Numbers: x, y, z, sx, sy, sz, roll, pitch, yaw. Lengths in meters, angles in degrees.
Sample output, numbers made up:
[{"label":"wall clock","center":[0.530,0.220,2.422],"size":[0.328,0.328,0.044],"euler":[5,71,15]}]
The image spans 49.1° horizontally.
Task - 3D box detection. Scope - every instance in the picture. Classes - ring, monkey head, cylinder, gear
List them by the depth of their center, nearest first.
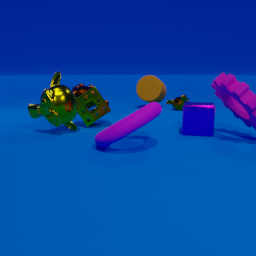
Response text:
[{"label":"ring","center":[0.003,-0.074,5.846],"size":[1.555,0.311,1.555],"euler":[-30,2,1]},{"label":"gear","center":[2.557,-0.583,6.370],"size":[0.284,1.533,1.533],"euler":[-43,12,4]},{"label":"monkey head","center":[-1.876,-0.561,7.112],"size":[1.143,1.588,0.957],"euler":[-5,18,30]},{"label":"monkey head","center":[-1.638,-1.028,10.677],"size":[1.757,1.264,1.059],"euler":[6,37,-12]},{"label":"monkey head","center":[2.101,-1.086,11.245],"size":[1.034,0.744,0.623],"euler":[-8,35,-16]},{"label":"cylinder","center":[1.003,-1.607,11.856],"size":[1.079,1.079,1.079],"euler":[4,1,18]}]

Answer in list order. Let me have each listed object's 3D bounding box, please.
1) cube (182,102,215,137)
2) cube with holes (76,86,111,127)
[{"label":"cube","center":[1.793,-0.244,7.149],"size":[0.759,0.759,0.759],"euler":[3,12,13]},{"label":"cube with holes","center":[-1.065,-0.651,8.101],"size":[0.816,0.816,0.816],"euler":[-34,11,-1]}]
